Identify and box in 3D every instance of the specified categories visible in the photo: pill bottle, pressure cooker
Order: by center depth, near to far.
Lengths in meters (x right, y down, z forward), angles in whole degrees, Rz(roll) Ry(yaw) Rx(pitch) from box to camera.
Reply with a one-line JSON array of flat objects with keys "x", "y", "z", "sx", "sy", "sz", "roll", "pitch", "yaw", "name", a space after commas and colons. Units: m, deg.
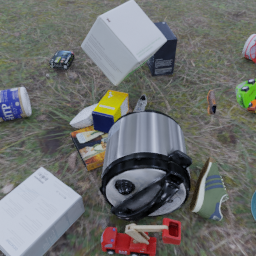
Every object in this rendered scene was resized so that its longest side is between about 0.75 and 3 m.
[{"x": 0.496, "y": 1.264, "z": 8.443, "sx": 2.680, "sy": 2.638, "sz": 3.000, "roll": -1, "pitch": 41, "yaw": 4, "name": "pressure cooker"}, {"x": -5.240, "y": -0.913, "z": 11.652, "sx": 2.104, "sy": 1.259, "sz": 1.259, "roll": -12, "pitch": 46, "yaw": -10, "name": "pill bottle"}, {"x": 7.399, "y": -3.959, "z": 14.722, "sx": 2.357, "sy": 1.281, "sz": 1.281, "roll": 34, "pitch": 54, "yaw": 30, "name": "pill bottle"}]

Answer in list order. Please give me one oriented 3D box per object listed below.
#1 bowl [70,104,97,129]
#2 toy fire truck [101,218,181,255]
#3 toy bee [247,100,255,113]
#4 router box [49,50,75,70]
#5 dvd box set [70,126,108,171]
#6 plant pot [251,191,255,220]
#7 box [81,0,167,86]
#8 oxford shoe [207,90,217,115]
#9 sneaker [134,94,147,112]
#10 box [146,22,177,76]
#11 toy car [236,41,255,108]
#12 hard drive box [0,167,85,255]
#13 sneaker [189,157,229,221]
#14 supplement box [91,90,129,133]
[{"x": -1.646, "y": -0.430, "z": 11.441, "sx": 1.219, "sy": 0.456, "sz": 1.221, "roll": -15, "pitch": 26, "yaw": 41, "name": "bowl"}, {"x": 0.292, "y": 2.943, "z": 7.539, "sx": 2.106, "sy": 1.485, "sz": 0.513, "roll": 5, "pitch": 44, "yaw": 5, "name": "toy fire truck"}, {"x": 5.989, "y": -1.276, "z": 12.314, "sx": 1.889, "sy": 1.027, "sz": 1.237, "roll": -43, "pitch": 34, "yaw": 2, "name": "toy bee"}, {"x": -3.528, "y": -3.660, "z": 15.051, "sx": 0.966, "sy": 0.401, "sz": 1.289, "roll": 6, "pitch": 45, "yaw": 7, "name": "router box"}, {"x": -0.718, "y": 0.478, "z": 10.839, "sx": 2.553, "sy": 0.375, "sz": 1.868, "roll": -19, "pitch": 47, "yaw": -18, "name": "dvd box set"}, {"x": 4.559, "y": 2.405, "z": 8.395, "sx": 0.905, "sy": 1.344, "sz": 1.344, "roll": 16, "pitch": 38, "yaw": -27, "name": "plant pot"}, {"x": -0.158, "y": -3.383, "z": 11.159, "sx": 2.220, "sy": 1.901, "sz": 2.209, "roll": 48, "pitch": 52, "yaw": -3, "name": "box"}, {"x": 3.090, "y": -0.926, "z": 10.143, "sx": 0.324, "sy": 0.909, "sz": 0.331, "roll": -6, "pitch": 7, "yaw": -14, "name": "oxford shoe"}, {"x": 0.521, "y": -0.981, "z": 12.220, "sx": 0.488, "sy": 0.535, "sz": 1.306, "roll": 8, "pitch": 45, "yaw": 8, "name": "sneaker"}, {"x": 1.597, "y": -4.042, "z": 14.305, "sx": 1.170, "sy": 1.993, "sz": 1.960, "roll": -8, "pitch": 44, "yaw": -8, "name": "box"}, {"x": 3.743, "y": -1.355, "z": 8.310, "sx": 2.216, "sy": 2.355, "sz": 0.525, "roll": -40, "pitch": 28, "yaw": -29, "name": "toy car"}, {"x": -2.795, "y": 2.594, "z": 8.294, "sx": 1.857, "sy": 0.915, "sz": 2.383, "roll": 29, "pitch": 51, "yaw": 26, "name": "hard drive box"}, {"x": 2.777, "y": 2.014, "z": 9.114, "sx": 1.027, "sy": 0.767, "sz": 2.289, "roll": 28, "pitch": 45, "yaw": 7, "name": "sneaker"}, {"x": -0.668, "y": -0.660, "z": 11.107, "sx": 0.894, "sy": 0.889, "sz": 1.633, "roll": 13, "pitch": 43, "yaw": 17, "name": "supplement box"}]
